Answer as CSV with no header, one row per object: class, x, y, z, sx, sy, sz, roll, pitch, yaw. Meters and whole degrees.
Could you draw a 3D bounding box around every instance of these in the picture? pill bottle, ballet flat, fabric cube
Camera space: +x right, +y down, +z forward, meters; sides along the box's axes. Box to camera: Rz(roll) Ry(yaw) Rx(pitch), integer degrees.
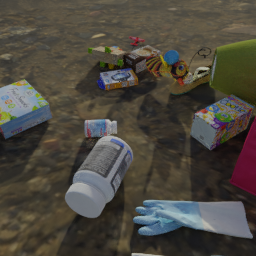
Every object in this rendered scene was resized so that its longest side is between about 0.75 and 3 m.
pill bottle,-0.850,0.006,8.830,0.992,0.539,0.539,-3,41,-3
ballet flat,2.513,-1.968,10.961,2.189,0.690,0.751,-25,47,-25
pill bottle,-0.694,1.192,7.061,1.096,1.096,1.926,15,42,16
fabric cube,4.407,0.417,6.886,2.521,2.513,2.473,26,47,27

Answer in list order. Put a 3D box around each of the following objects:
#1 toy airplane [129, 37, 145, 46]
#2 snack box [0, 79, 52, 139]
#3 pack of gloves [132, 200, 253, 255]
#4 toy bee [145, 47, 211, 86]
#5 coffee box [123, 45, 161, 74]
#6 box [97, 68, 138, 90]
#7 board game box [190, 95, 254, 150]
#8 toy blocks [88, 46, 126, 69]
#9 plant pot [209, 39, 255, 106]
toy airplane,0.414,-4.372,14.093,0.856,0.157,0.856,3,43,-3
snack box,-3.826,-0.721,9.546,1.685,0.676,1.998,-28,50,-27
pack of gloves,1.450,2.457,6.056,2.769,0.546,2.326,0,41,1
toy bee,1.723,-2.256,10.547,2.418,1.583,1.314,-12,62,48
coffee box,0.618,-3.018,12.230,1.463,0.583,0.837,-30,49,-30
box,-0.452,-1.965,11.251,1.531,0.317,0.911,-11,43,-15
board game box,2.954,-0.216,8.813,1.742,0.897,0.913,-26,47,-26
toy blocks,-0.705,-3.280,12.464,1.778,0.889,1.216,19,33,24
plant pot,4.280,-1.847,9.319,2.849,2.665,2.665,8,42,9
